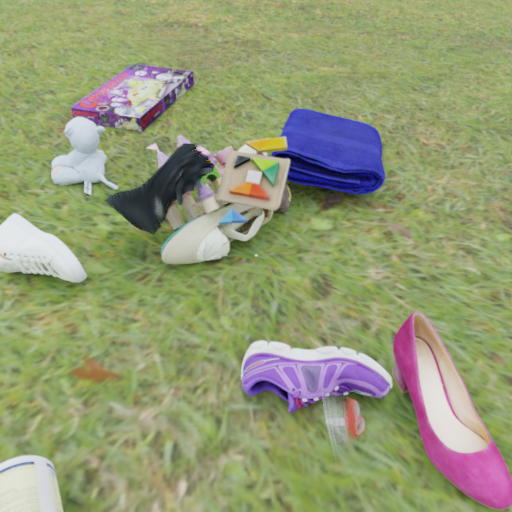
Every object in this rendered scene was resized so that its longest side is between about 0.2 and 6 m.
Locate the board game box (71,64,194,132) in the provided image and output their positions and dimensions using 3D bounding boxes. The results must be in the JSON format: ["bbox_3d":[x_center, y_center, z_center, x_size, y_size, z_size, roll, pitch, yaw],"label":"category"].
[{"bbox_3d":[-3.680,-4.964,17.295,2.261,0.608,3.767,8,39,16],"label":"board game box"}]

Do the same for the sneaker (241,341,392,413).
[{"bbox_3d":[0.877,1.942,8.442,2.277,0.918,0.950,2,52,16],"label":"sneaker"}]

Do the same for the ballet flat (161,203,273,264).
[{"bbox_3d":[-0.665,-0.477,11.302,0.947,0.947,2.726,28,46,31],"label":"ballet flat"}]

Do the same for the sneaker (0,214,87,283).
[{"bbox_3d":[-4.263,0.096,10.690,2.546,0.927,1.078,24,57,35],"label":"sneaker"}]

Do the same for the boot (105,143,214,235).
[{"bbox_3d":[-1.897,-1.391,10.963,1.820,0.822,2.221,-52,32,-10],"label":"boot"}]

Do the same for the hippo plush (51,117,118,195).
[{"bbox_3d":[-4.267,-2.482,13.358,1.430,1.444,1.795,-14,40,-17],"label":"hippo plush"}]

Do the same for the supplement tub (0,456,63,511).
[{"bbox_3d":[-2.775,3.125,6.716,0.857,0.857,1.182,-16,41,-19],"label":"supplement tub"}]

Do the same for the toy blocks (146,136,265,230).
[{"bbox_3d":[-1.068,-1.821,11.661,1.908,1.719,2.042,-31,7,-34],"label":"toy blocks"}]

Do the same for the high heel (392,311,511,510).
[{"bbox_3d":[2.726,2.033,7.750,0.904,1.288,2.685,-8,39,-10],"label":"high heel"}]

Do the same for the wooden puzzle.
[{"bbox_3d":[-0.059,-1.515,10.858,1.377,0.239,2.041,2,64,8],"label":"wooden puzzle"}]

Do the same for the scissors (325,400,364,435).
[{"bbox_3d":[1.223,2.283,7.555,0.090,0.471,1.288,-15,-7,25],"label":"scissors"}]

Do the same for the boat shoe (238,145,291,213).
[{"bbox_3d":[0.156,-1.873,13.173,0.877,0.727,2.442,-36,40,7],"label":"boat shoe"}]

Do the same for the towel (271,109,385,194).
[{"bbox_3d":[1.794,-2.562,13.731,2.576,0.864,3.488,15,32,2],"label":"towel"}]
